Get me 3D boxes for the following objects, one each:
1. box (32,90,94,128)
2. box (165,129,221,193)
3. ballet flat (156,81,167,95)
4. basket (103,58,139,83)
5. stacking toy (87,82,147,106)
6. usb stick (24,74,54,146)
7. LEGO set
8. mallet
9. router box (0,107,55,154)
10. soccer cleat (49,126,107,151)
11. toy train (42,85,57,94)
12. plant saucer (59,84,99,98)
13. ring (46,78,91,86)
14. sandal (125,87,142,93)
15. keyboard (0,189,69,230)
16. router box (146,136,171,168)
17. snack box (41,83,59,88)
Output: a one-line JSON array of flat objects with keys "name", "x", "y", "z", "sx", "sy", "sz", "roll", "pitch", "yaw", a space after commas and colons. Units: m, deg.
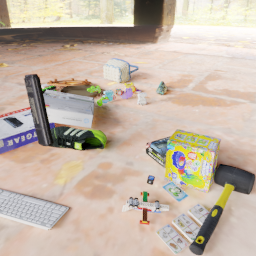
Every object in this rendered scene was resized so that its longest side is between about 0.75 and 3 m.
[{"name": "box", "x": -2.434, "y": -0.828, "z": 11.144, "sx": 2.126, "sy": 0.562, "sz": 2.727, "roll": 9, "pitch": 17, "yaw": -10}, {"name": "box", "x": 1.737, "y": 0.864, "z": 7.587, "sx": 1.239, "sy": 1.286, "sz": 0.784, "roll": 13, "pitch": 29, "yaw": 25}, {"name": "ballet flat", "x": 1.794, "y": -2.053, "z": 14.693, "sx": 0.546, "sy": 0.546, "sz": 1.470, "roll": 7, "pitch": 29, "yaw": 13}, {"name": "basket", "x": -0.495, "y": -3.433, "z": 16.389, "sx": 1.642, "sy": 1.295, "sz": 1.862, "roll": 22, "pitch": 44, "yaw": 29}, {"name": "stacking toy", "x": -0.503, "y": -1.555, "z": 13.359, "sx": 2.527, "sy": 0.594, "sz": 1.905, "roll": -8, "pitch": 27, "yaw": -18}, {"name": "usb stick", "x": -2.403, "y": -0.445, "z": 7.554, "sx": 0.552, "sy": 1.989, "sz": 0.324, "roll": 8, "pitch": 23, "yaw": 43}, {"name": "LEGO set", "x": 0.870, "y": 1.943, "z": 6.600, "sx": 1.476, "sy": 0.485, "sz": 1.976, "roll": -19, "pitch": 43, "yaw": -35}, {"name": "mallet", "x": 2.275, "y": 1.840, "z": 6.474, "sx": 0.976, "sy": 0.610, "sz": 2.963, "roll": 11, "pitch": 31, "yaw": 25}, {"name": "router box", "x": -4.112, "y": 0.015, "z": 10.192, "sx": 2.239, "sy": 0.547, "sz": 2.010, "roll": -23, "pitch": 34, "yaw": -39}, {"name": "soccer cleat", "x": -1.795, "y": 0.391, "z": 9.234, "sx": 2.191, "sy": 0.740, "sz": 0.888, "roll": 0, "pitch": 24, "yaw": -6}, {"name": "toy train", "x": -4.369, "y": -1.852, "z": 14.328, "sx": 0.496, "sy": 0.367, "sz": 1.758, "roll": 3, "pitch": 24, "yaw": 31}, {"name": "plant saucer", "x": -2.445, "y": -1.819, "z": 14.292, "sx": 2.044, "sy": 0.301, "sz": 2.044, "roll": 1, "pitch": 25, "yaw": 0}, {"name": "ring", "x": -3.204, "y": -2.530, "z": 15.269, "sx": 2.404, "sy": 0.231, "sz": 2.404, "roll": 0, "pitch": 16, "yaw": 0}, {"name": "sandal", "x": 0.239, "y": -2.092, "z": 14.880, "sx": 1.098, "sy": 0.270, "sz": 0.447, "roll": 21, "pitch": 33, "yaw": 36}, {"name": "keyboard", "x": -2.888, "y": 1.860, "z": 6.848, "sx": 2.854, "sy": 0.152, "sz": 0.803, "roll": 9, "pitch": 27, "yaw": 17}, {"name": "router box", "x": 1.393, "y": 0.699, "z": 8.927, "sx": 1.356, "sy": 0.421, "sz": 1.016, "roll": -15, "pitch": 30, "yaw": -27}, {"name": "snack box", "x": -4.407, "y": -2.432, "z": 15.754, "sx": 0.363, "sy": 0.123, "sz": 1.009, "roll": 20, "pitch": 32, "yaw": 35}]
